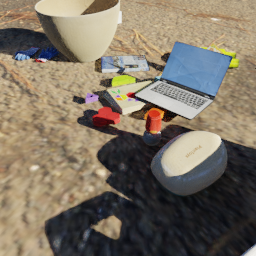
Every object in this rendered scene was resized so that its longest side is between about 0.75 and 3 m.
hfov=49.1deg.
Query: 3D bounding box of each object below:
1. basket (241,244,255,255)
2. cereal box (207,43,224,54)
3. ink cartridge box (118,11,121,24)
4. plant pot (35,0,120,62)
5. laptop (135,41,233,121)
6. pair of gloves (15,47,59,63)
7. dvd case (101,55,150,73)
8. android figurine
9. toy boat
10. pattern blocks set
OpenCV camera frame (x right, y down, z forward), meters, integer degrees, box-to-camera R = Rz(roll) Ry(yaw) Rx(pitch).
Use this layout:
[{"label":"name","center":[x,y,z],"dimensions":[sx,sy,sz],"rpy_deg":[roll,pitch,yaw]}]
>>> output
[{"label":"basket","center":[2.240,2.366,2.967],"dimensions":[1.530,1.392,2.257],"rpy_deg":[-21,42,-26]},{"label":"cereal box","center":[2.678,-2.217,9.246],"dimensions":[0.683,0.949,0.188],"rpy_deg":[52,17,13]},{"label":"ink cartridge box","center":[-1.227,-5.780,14.668],"dimensions":[1.465,0.620,1.059],"rpy_deg":[-26,43,-33]},{"label":"plant pot","center":[-1.766,-3.702,10.606],"dimensions":[3.004,2.017,3.004],"rpy_deg":[-1,40,1]},{"label":"laptop","center":[1.537,-1.424,7.903],"dimensions":[1.885,1.167,2.013],"rpy_deg":[27,44,31]},{"label":"pair of gloves","center":[-3.677,-2.990,11.259],"dimensions":[1.659,0.189,1.334],"rpy_deg":[10,37,12]},{"label":"dvd case","center":[-0.134,-2.426,10.519],"dimensions":[1.756,0.154,1.252],"rpy_deg":[-3,36,-4]},{"label":"android figurine","center":[3.016,-2.615,10.538],"dimensions":[2.111,0.434,1.922],"rpy_deg":[4,37,4]},{"label":"toy boat","center":[1.064,0.494,6.048],"dimensions":[1.742,0.963,2.072],"rpy_deg":[-26,51,-25]},{"label":"pattern blocks set","center":[0.223,-0.935,8.409],"dimensions":[2.979,0.241,2.618],"rpy_deg":[-10,37,-13]}]
